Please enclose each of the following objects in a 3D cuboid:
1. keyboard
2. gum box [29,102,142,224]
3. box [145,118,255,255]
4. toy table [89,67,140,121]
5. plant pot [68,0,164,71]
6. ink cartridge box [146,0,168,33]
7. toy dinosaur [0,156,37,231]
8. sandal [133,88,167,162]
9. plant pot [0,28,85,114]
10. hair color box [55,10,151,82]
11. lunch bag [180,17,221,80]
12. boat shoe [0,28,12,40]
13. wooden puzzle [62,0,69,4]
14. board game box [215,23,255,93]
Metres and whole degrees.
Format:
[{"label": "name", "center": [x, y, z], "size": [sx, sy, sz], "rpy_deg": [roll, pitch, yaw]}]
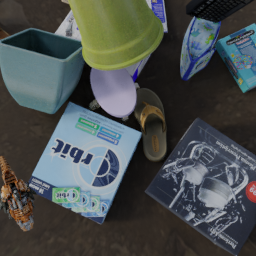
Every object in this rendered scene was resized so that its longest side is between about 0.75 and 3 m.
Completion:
[{"label": "keyboard", "center": [2.291, -3.290, 6.875], "size": [1.630, 2.714, 0.348], "rpy_deg": [16, 87, -13]}, {"label": "gum box", "center": [-1.283, 1.012, 8.565], "size": [2.479, 0.650, 2.918], "rpy_deg": [23, 78, 5]}, {"label": "box", "center": [2.329, 1.608, 8.005], "size": [2.782, 1.448, 2.533], "rpy_deg": [34, 80, 8]}, {"label": "toy table", "center": [-0.452, -1.111, 8.828], "size": [1.772, 1.129, 1.927], "rpy_deg": [-14, 77, -2]}, {"label": "plant pot", "center": [-0.482, -2.936, 6.737], "size": [2.289, 2.105, 2.289], "rpy_deg": [-11, 53, 15]}, {"label": "ink cartridge box", "center": [0.780, -4.152, 9.872], "size": [1.011, 0.396, 2.135], "rpy_deg": [-3, 70, -1]}, {"label": "toy dinosaur", "center": [-2.317, 1.357, 5.889], "size": [0.804, 1.068, 1.573], "rpy_deg": [1, 71, -19]}, {"label": "sandal", "center": [0.746, -0.167, 8.839], "size": [0.984, 0.662, 2.451], "rpy_deg": [-9, 77, -2]}, {"label": "plant pot", "center": [-2.507, -1.608, 8.419], "size": [1.946, 1.951, 1.987], "rpy_deg": [16, 122, 3]}, {"label": "hair color box", "center": [-0.735, -2.857, 9.350], "size": [2.937, 0.952, 1.605], "rpy_deg": [30, 79, 5]}, {"label": "lunch bag", "center": [2.207, -2.508, 9.018], "size": [1.060, 1.414, 1.664], "rpy_deg": [23, 77, 6]}, {"label": "boat shoe", "center": [-4.696, -3.167, 9.480], "size": [2.385, 0.811, 0.858], "rpy_deg": [29, 78, 7]}, {"label": "wooden puzzle", "center": [-1.463, -4.904, 10.132], "size": [1.404, 0.351, 1.516], "rpy_deg": [21, 78, 5]}, {"label": "board game box", "center": [4.098, -2.371, 9.472], "size": [1.462, 0.454, 1.936], "rpy_deg": [-25, 78, -6]}]
